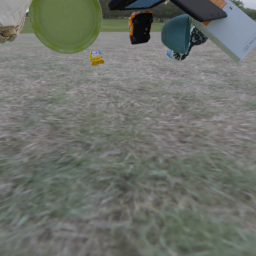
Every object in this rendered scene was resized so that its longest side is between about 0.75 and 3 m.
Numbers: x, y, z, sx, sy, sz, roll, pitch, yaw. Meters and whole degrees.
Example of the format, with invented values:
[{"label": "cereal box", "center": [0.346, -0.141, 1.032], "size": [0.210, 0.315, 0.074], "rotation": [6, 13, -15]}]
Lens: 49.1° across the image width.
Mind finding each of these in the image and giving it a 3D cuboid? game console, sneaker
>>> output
[{"label": "game console", "center": [0.939, -2.637, 6.272], "size": [1.836, 1.215, 2.088], "rotation": [-14, 12, 37]}, {"label": "sneaker", "center": [2.019, -3.034, 9.657], "size": [1.804, 0.707, 0.811], "rotation": [-40, 28, -11]}]

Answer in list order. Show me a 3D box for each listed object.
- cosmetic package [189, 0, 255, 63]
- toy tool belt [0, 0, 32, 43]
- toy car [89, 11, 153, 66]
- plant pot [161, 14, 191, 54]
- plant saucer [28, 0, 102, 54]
[{"label": "cosmetic package", "center": [2.442, -2.531, 6.994], "size": [1.706, 0.865, 0.608], "rotation": [44, 12, 7]}, {"label": "toy tool belt", "center": [-2.873, -2.170, 5.220], "size": [1.497, 1.521, 2.436], "rotation": [-5, 49, 26]}, {"label": "toy car", "center": [-0.273, -2.457, 7.304], "size": [1.925, 0.944, 0.641], "rotation": [-24, 55, -2]}, {"label": "plant pot", "center": [1.274, -2.526, 7.540], "size": [0.684, 1.016, 1.016], "rotation": [8, 24, 17]}, {"label": "plant saucer", "center": [-2.023, -3.656, 9.203], "size": [2.356, 2.356, 0.366], "rotation": [-1, 25, -3]}]
